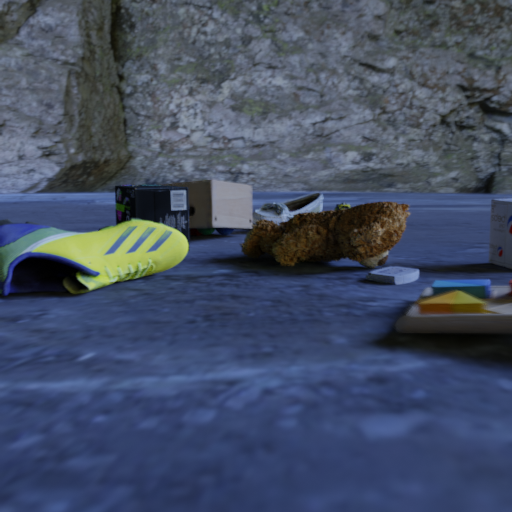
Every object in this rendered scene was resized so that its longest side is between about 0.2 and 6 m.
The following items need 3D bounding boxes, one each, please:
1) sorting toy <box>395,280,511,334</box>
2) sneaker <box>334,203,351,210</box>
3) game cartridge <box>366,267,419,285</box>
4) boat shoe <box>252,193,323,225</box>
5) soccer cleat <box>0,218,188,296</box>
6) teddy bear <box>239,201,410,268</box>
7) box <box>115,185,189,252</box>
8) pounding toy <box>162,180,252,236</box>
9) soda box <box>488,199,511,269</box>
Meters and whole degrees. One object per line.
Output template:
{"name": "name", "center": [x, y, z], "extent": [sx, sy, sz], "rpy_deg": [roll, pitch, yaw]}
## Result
{"name": "sorting toy", "center": [2.896, 0.418, 5.569], "extent": [2.655, 0.391, 1.962], "rpy_deg": [-4, 4, 27]}
{"name": "sneaker", "center": [2.483, -1.134, 16.084], "extent": [0.669, 0.760, 1.796], "rpy_deg": [-1, 8, -3]}
{"name": "game cartridge", "center": [2.090, 0.295, 8.422], "extent": [0.548, 0.168, 0.823], "rpy_deg": [2, 8, 41]}
{"name": "boat shoe", "center": [0.873, -1.267, 15.661], "extent": [2.590, 0.830, 0.954], "rpy_deg": [-10, 28, -37]}
{"name": "soccer cleat", "center": [-2.239, 0.123, 7.898], "extent": [3.058, 0.989, 1.279], "rpy_deg": [-1, 37, -39]}
{"name": "teddy bear", "center": [1.193, -0.257, 10.034], "extent": [3.154, 1.053, 2.287], "rpy_deg": [-5, -2, 24]}
{"name": "box", "center": [-2.220, -0.811, 11.779], "extent": [1.132, 1.353, 1.822], "rpy_deg": [-4, 9, -26]}
{"name": "pounding toy", "center": [-1.294, -1.162, 14.764], "extent": [2.478, 1.291, 2.821], "rpy_deg": [0, 1, 33]}
{"name": "soda box", "center": [5.892, -0.403, 9.585], "extent": [3.473, 1.183, 1.105], "rpy_deg": [-1, 8, -4]}
